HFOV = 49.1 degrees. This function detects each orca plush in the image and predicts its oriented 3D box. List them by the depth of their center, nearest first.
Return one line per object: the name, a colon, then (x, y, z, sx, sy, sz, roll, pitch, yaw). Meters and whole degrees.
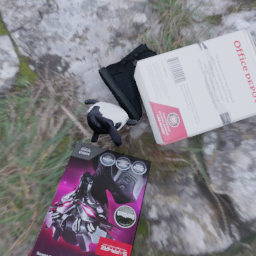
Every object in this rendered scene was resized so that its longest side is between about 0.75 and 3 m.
orca plush: (-0.439, 0.032, 5.869, 1.203, 2.286, 0.813, 20, 101, -18)

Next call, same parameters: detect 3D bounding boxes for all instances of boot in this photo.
boot: (0.299, -1.211, 7.078, 1.524, 0.693, 1.814, -31, 67, -7)

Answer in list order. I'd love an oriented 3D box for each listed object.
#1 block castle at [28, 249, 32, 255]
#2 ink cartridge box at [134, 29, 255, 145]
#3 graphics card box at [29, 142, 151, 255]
block castle: (-1.891, 3.381, 5.126, 1.318, 0.925, 1.972, -17, 70, -24)
ink cartridge box: (1.695, -0.903, 6.539, 2.653, 1.125, 1.933, -18, 86, -4)
graphics card box: (-0.662, 1.757, 5.617, 1.763, 0.715, 2.810, 15, 54, 4)
